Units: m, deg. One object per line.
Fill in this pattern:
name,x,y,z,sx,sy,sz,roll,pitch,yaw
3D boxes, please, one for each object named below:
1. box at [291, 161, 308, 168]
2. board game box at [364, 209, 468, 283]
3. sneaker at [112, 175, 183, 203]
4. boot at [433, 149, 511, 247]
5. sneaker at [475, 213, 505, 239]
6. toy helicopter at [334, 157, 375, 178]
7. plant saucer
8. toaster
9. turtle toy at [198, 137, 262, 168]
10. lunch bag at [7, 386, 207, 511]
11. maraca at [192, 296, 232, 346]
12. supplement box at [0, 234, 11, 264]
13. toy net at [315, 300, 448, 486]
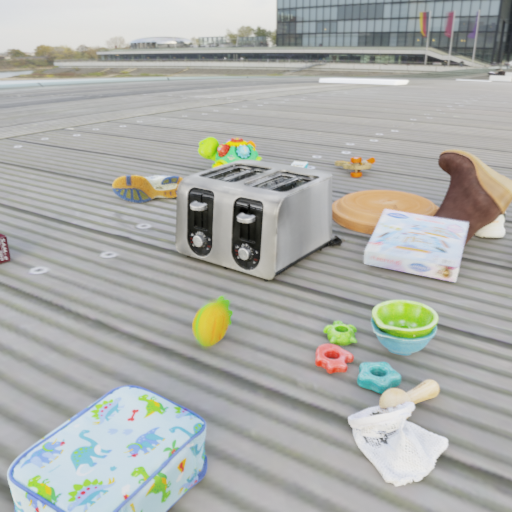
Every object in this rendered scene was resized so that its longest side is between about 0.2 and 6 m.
box,1.296,-2.694,17.496,0.453,0.271,1.101,6,24,15
board game box,3.170,-0.253,11.007,1.722,0.354,1.718,13,37,20
sneaker,-2.899,-1.817,15.082,1.940,0.730,0.855,-1,10,-19
boot,4.284,-1.282,12.193,1.834,0.798,2.205,-44,43,1
sneaker,5.413,-1.172,13.092,0.859,0.932,2.330,2,21,10
toy helicopter,3.059,-2.883,17.628,0.974,0.581,1.473,-15,21,-29
plant saucer,3.166,-1.120,13.590,2.677,0.432,2.677,0,24,0
toaster,0.107,-0.838,11.357,2.498,1.639,2.762,17,28,33
turtle toy,-0.835,-3.181,17.638,2.080,1.051,1.516,6,24,13
lunch bag,-1.435,2.087,5.611,1.408,0.722,1.751,15,27,28
maraca,-0.628,0.976,8.394,0.475,0.609,0.888,1,26,32
supplement box,-5.887,-0.012,10.753,1.034,0.579,1.901,20,31,41
toy net,1.543,1.502,7.144,1.660,0.611,3.164,4,24,10
